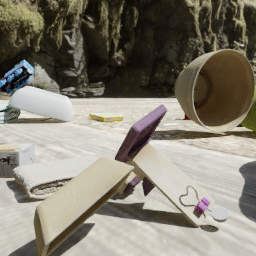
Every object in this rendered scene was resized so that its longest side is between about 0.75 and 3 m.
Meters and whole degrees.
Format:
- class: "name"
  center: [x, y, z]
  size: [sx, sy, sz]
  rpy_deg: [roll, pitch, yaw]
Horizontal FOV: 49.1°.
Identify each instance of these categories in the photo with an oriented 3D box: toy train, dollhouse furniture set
- class: "toy train"
  center: [-3.479, -1.553, 8.680]
  size: [1.201, 0.521, 0.686]
  rpy_deg: [-29, 44, 14]
- class: "dollhouse furniture set"
  center: [0.047, 0.800, 2.338]
  size: [1.055, 1.178, 1.487]
  rpy_deg: [43, 50, 14]

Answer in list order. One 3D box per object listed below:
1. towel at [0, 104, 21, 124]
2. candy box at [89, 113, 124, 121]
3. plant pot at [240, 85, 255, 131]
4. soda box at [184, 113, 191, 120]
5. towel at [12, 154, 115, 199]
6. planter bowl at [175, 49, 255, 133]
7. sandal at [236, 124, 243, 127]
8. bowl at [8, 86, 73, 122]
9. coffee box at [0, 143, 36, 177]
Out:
- class: "towel"
  center: [-5.542, -0.491, 10.008]
  size: [2.383, 0.670, 2.784]
  rpy_deg: [1, 7, 3]
- class: "candy box"
  center: [-0.915, -0.449, 11.390]
  size: [0.849, 0.219, 1.662]
  rpy_deg: [-1, 7, -27]
- class: "plant pot"
  center: [3.746, -0.379, 7.351]
  size: [1.340, 1.340, 1.433]
  rpy_deg: [0, 16, -1]
- class: "soda box"
  center: [3.312, -0.650, 11.266]
  size: [2.037, 0.646, 0.713]
  rpy_deg: [1, 6, 16]
- class: "towel"
  center: [-0.701, 0.576, 3.574]
  size: [1.350, 0.233, 0.894]
  rpy_deg: [-5, 8, -33]
- class: "planter bowl"
  center: [2.103, -1.004, 7.405]
  size: [2.023, 2.023, 1.362]
  rpy_deg: [-3, 13, -24]
- class: "sandal"
  center: [3.686, -0.184, 9.176]
  size: [1.251, 0.268, 0.476]
  rpy_deg: [-2, 8, -13]
- class: "bowl"
  center: [-3.271, -1.017, 11.031]
  size: [2.351, 0.878, 2.348]
  rpy_deg: [15, 4, -9]
- class: "coffee box"
  center: [-1.874, 0.441, 3.975]
  size: [0.940, 0.375, 0.537]
  rpy_deg: [1, 7, 4]
